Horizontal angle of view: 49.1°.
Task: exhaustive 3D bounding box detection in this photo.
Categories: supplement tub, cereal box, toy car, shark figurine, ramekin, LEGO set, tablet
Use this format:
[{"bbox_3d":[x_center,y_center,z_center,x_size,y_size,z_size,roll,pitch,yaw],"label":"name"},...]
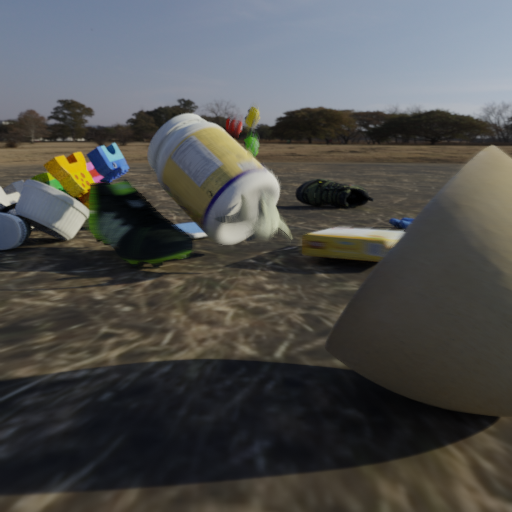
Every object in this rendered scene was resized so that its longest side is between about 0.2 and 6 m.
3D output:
[{"bbox_3d":[-0.699,-1.221,8.751,1.359,1.359,1.869,-13,51,-49],"label":"supplement tub"},{"bbox_3d":[1.568,-0.198,8.621,1.265,0.348,1.759,5,7,23],"label":"cereal box"},{"bbox_3d":[-0.139,-2.275,10.502,0.201,0.849,0.902,-22,6,-41],"label":"toy car"},{"bbox_3d":[-0.012,-0.381,7.417,0.553,0.791,1.325,-34,-2,22],"label":"shark figurine"},{"bbox_3d":[-3.637,-0.765,9.900,1.216,0.638,1.216,23,-13,5],"label":"ramekin"},{"bbox_3d":[-3.619,-1.256,11.840,1.484,1.596,3.890,-27,8,22],"label":"LEGO set"},{"bbox_3d":[-0.834,-0.554,11.143,2.080,0.142,1.353,-10,15,-42],"label":"tablet"}]

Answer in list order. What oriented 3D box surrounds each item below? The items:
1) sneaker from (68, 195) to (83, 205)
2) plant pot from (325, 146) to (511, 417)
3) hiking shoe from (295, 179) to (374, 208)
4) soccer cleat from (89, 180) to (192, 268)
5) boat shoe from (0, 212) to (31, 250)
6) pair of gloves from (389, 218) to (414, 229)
[{"bbox_3d":[-4.745,-1.287,13.345,0.994,0.911,2.334,-1,0,35],"label":"sneaker"},{"bbox_3d":[1.465,0.350,3.683,1.180,1.758,1.758,42,28,18],"label":"plant pot"},{"bbox_3d":[2.095,-1.676,15.038,2.030,0.769,1.022,0,8,-5],"label":"hiking shoe"},{"bbox_3d":[-1.872,-0.538,8.386,0.880,1.057,2.607,-20,26,-35],"label":"soccer cleat"},{"bbox_3d":[-4.942,-0.449,9.281,2.360,0.810,0.668,6,6,-2],"label":"boat shoe"},{"bbox_3d":[3.628,-0.569,11.027,1.610,0.228,2.003,-2,11,-8],"label":"pair of gloves"}]
